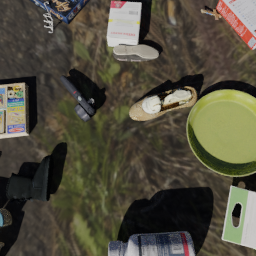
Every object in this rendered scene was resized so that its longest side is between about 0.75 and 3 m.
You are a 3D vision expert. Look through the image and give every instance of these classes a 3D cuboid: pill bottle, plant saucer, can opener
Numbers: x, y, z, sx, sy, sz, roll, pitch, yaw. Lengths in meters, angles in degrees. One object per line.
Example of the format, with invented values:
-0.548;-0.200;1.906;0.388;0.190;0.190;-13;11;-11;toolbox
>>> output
0.628;3.622;7.743;2.266;1.355;1.355;-3;74;0;pill bottle
3.330;0.156;9.189;2.896;0.450;2.896;0;75;0;plant saucer
-1.724;-1.092;9.468;0.727;0.586;1.850;-35;78;-8;can opener

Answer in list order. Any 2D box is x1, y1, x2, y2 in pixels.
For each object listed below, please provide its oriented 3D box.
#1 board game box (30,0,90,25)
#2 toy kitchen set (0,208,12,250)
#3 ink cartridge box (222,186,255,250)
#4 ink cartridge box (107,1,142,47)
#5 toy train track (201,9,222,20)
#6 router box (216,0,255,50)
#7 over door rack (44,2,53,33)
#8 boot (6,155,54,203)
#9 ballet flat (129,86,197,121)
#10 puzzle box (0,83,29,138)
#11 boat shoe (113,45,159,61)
-2.823;-5.355;10.733;2.648;0.458;1.794;33;77;9;board game box
-4.715;3.005;7.953;2.150;1.266;1.722;11;75;4;toy kitchen set
3.972;2.812;8.380;2.260;0.542;1.645;14;75;4;ink cartridge box
-0.127;-3.740;10.181;1.122;0.645;1.545;6;74;2;ink cartridge box
3.102;-4.259;10.501;0.890;0.145;0.510;6;62;-21;toy train track
4.974;-4.426;10.395;2.453;0.599;2.202;-31;76;-8;router box
-2.963;-4.036;10.265;0.292;0.648;0.877;-13;74;-19;over door rack
-3.042;1.577;8.747;1.270;0.574;1.550;2;76;3;boot
1.183;-0.897;9.308;2.406;0.785;0.848;-19;75;-5;ballet flat
-4.760;-0.502;9.420;2.754;0.350;1.832;-7;75;-2;puzzle box
0.263;-2.650;10.040;1.620;0.462;0.542;4;70;-4;boat shoe
